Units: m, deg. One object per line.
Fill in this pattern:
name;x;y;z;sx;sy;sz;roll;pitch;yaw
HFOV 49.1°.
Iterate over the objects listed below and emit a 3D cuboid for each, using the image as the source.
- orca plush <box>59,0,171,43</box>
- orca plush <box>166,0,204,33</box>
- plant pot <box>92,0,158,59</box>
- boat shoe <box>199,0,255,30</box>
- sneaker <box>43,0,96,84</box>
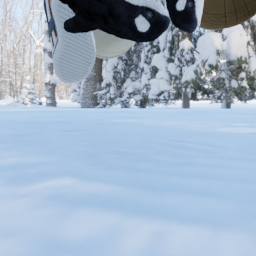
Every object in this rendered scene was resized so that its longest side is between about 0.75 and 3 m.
orca plush;-0.717;-1.908;4.068;2.664;0.947;1.401;33;-10;-20
orca plush;0.603;-1.996;3.416;0.592;1.664;0.875;7;3;-8
plant pot;-0.312;-3.619;9.002;2.539;2.539;2.324;-2;8;-26
boat shoe;2.617;-3.194;6.357;3.000;1.082;0.974;-31;37;-4
sneaker;-1.447;-2.443;7.088;1.161;1.175;2.959;-11;-29;-18
